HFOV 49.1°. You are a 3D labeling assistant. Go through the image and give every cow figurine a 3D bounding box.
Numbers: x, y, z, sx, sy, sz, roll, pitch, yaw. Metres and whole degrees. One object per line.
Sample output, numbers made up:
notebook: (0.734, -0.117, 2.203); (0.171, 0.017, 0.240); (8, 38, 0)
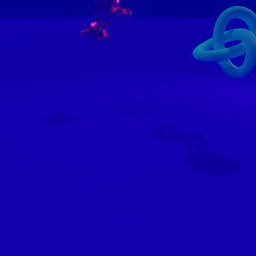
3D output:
cow figurine: (-0.795, -3.498, 8.583); (1.715, 1.743, 0.957); (-5, 17, 27)

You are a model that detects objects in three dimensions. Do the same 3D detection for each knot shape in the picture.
knot shape: (2.770, -2.129, 7.411); (0.862, 1.866, 1.746); (23, 36, -52)
